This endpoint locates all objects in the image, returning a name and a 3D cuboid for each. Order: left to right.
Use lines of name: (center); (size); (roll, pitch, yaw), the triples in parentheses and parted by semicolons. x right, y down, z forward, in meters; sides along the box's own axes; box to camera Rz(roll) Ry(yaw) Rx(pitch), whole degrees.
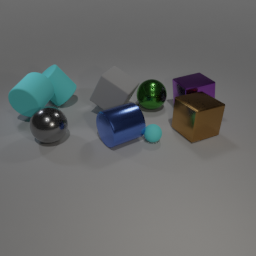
cylinder: (-4.058, -1.423, 11.857); (1.400, 1.400, 1.400); (7, 40, 12)
ball: (-2.992, -0.115, 10.614); (1.400, 1.400, 1.400); (0, 32, 0)
cylinder: (-3.397, -2.004, 13.192); (1.400, 1.400, 1.400); (-30, 34, 23)
cube: (-0.580, -1.619, 12.327); (1.400, 1.400, 1.400); (34, 36, 1)
cylinder: (-0.281, -0.125, 10.607); (1.400, 1.400, 1.400); (-19, 36, -28)
ball: (1.089, -1.543, 12.918); (1.400, 1.400, 1.400); (0, 32, 0)
ball: (0.957, 0.198, 10.747); (0.700, 0.700, 0.700); (0, 32, 0)
cube: (2.939, -1.508, 12.607); (1.400, 1.400, 1.400); (-15, 31, -10)
cube: (2.752, -0.474, 11.157); (1.400, 1.400, 1.400); (-14, 34, -24)
